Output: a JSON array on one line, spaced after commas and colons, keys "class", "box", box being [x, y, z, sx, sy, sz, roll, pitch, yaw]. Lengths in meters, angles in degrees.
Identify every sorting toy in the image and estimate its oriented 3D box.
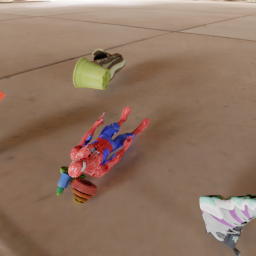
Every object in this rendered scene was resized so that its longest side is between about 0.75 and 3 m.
[{"class": "sorting toy", "box": [-0.991, 1.047, 5.037, 0.601, 0.411, 1.001, 23, 1, -38]}]

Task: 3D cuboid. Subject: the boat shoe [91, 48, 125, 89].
[{"class": "boat shoe", "box": [-0.779, -2.358, 9.865, 1.006, 1.008, 2.725, -17, 23, 18]}]

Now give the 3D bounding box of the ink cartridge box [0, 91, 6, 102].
[{"class": "ink cartridge box", "box": [-3.333, -0.153, 5.388, 1.040, 1.909, 0.481, 34, 23, -25]}]

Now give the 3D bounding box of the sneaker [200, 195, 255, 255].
[{"class": "sneaker", "box": [1.536, 1.357, 3.893, 0.456, 0.821, 1.174, 2, -12, -29]}]

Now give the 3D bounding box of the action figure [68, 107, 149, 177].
[{"class": "action figure", "box": [-0.389, 0.252, 5.859, 0.892, 0.705, 2.728, 36, 35, 7]}]

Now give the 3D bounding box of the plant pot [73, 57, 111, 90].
[{"class": "plant pot", "box": [-0.831, -1.261, 6.792, 0.707, 0.769, 0.769, 17, 33, 14]}]
